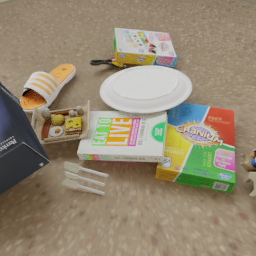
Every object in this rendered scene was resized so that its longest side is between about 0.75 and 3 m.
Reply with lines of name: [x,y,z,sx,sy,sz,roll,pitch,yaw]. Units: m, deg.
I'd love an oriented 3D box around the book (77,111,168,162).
book: [-0.114,0.244,8.003,2.358,0.567,1.575,0,48,14]

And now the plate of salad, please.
plate of salad: [0.573,-1.241,9.182,2.980,0.716,2.980,-4,39,3]

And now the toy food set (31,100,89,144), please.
toy food set: [-1.933,-0.238,8.108,1.693,0.511,1.215,-8,51,1]

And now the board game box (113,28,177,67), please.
board game box: [0.624,-3.217,11.125,2.330,0.470,1.782,3,49,-10]

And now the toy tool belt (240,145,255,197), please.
toy tool belt: [3.721,1.036,6.992,1.686,1.660,2.701,25,61,3]

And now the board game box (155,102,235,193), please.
board game box: [2.014,0.418,8.159,2.033,0.536,2.658,10,50,8]

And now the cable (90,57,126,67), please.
cable: [-0.777,-2.601,10.742,1.400,0.352,0.680,3,44,-22]

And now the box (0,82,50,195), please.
box: [-3.672,0.378,6.964,2.404,1.481,2.385,-34,65,-5]

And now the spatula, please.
spatula: [-1.111,1.314,7.217,1.176,0.818,0.094,16,26,4]

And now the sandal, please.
sandal: [-2.807,-1.648,9.558,1.113,0.833,2.905,10,45,18]
